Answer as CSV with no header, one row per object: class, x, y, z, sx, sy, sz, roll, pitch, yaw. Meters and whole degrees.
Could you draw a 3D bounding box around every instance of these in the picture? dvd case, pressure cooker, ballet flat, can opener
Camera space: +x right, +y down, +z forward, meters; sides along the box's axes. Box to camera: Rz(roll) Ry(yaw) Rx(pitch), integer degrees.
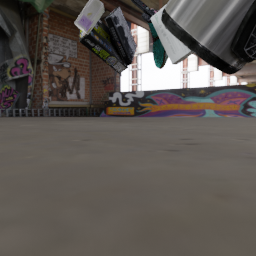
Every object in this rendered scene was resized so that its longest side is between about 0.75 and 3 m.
dvd case,-0.202,-3.621,10.871,0.301,1.828,2.433,-19,26,16
pressure cooker,2.508,-3.084,6.551,2.614,2.927,2.574,34,28,-8
ballet flat,1.355,-3.578,11.215,0.851,2.393,0.827,-14,2,-35
can opener,0.528,-4.197,9.764,0.445,1.132,0.359,-45,5,-19

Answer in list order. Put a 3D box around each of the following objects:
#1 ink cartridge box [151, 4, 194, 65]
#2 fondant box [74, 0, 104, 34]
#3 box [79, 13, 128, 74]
ink cartridge box,1.836,-3.316,9.016,1.882,1.848,0.408,-29,-12,38
fondant box,-1.084,-3.202,8.057,0.358,0.886,1.228,36,9,-9
box,-0.909,-3.245,10.527,0.469,1.697,2.118,-31,-44,28
